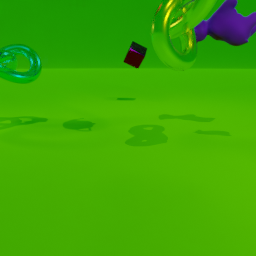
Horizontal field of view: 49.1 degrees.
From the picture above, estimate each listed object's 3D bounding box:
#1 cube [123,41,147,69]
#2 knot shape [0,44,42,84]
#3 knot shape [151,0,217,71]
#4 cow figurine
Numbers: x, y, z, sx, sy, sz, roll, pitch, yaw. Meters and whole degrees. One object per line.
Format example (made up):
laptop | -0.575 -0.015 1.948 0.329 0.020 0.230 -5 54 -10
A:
cube | 0.322 -3.195 12.280 0.738 0.738 0.738 24 45 -9
knot shape | -3.346 -1.575 7.104 1.998 0.923 1.870 1 23 0
knot shape | 1.007 -2.223 4.993 0.945 1.914 2.045 13 49 3
cow figurine | 2.318 -2.521 7.223 1.619 1.593 0.889 46 4 24
